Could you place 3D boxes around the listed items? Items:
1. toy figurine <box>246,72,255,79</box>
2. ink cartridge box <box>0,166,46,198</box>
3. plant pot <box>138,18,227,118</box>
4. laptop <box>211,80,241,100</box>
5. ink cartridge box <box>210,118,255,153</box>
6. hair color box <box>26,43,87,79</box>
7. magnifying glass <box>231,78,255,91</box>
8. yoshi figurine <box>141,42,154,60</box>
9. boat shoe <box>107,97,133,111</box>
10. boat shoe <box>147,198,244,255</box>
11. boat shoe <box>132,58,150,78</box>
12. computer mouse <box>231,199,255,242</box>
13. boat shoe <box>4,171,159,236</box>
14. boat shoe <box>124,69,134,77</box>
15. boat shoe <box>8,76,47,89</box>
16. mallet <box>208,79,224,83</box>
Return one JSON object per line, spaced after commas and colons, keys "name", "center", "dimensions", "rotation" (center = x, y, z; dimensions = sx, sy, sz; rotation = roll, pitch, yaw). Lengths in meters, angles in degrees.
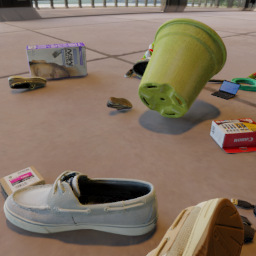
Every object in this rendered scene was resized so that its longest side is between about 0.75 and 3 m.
{"name": "toy figurine", "center": [5.673, -2.087, 11.640], "dimensions": [0.731, 0.830, 1.386], "rotation": [-34, -1, -30]}
{"name": "ink cartridge box", "center": [-2.185, 1.167, 5.823], "dimensions": [0.755, 0.284, 0.622], "rotation": [-23, 38, -33]}
{"name": "plant pot", "center": [1.507, -1.656, 8.725], "dimensions": [2.477, 2.477, 2.277], "rotation": [16, 62, 27]}
{"name": "laptop", "center": [3.663, -1.439, 10.495], "dimensions": [0.812, 0.420, 0.720], "rotation": [-22, 35, -35]}
{"name": "ink cartridge box", "center": [2.947, 0.185, 7.439], "dimensions": [1.135, 0.476, 0.996], "rotation": [-4, 30, -9]}
{"name": "hair color box", "center": [-3.076, -2.935, 12.270], "dimensions": [2.454, 1.341, 0.795], "rotation": [-8, 30, -13]}
{"name": "magnifying glass", "center": [5.256, -1.573, 10.911], "dimensions": [2.520, 0.282, 1.003], "rotation": [25, 37, 36]}
{"name": "yoshi figurine", "center": [1.203, -3.609, 13.952], "dimensions": [0.884, 0.887, 1.578], "rotation": [-18, 40, 60]}
{"name": "boat shoe", "center": [-0.296, -0.782, 9.272], "dimensions": [0.965, 0.354, 0.359], "rotation": [11, 47, -34]}
{"name": "boat shoe", "center": [0.645, 2.071, 3.649], "dimensions": [0.942, 1.040, 2.919], "rotation": [-22, 10, 44]}
{"name": "boat shoe", "center": [1.351, -2.335, 11.570], "dimensions": [0.867, 1.037, 2.902], "rotation": [-21, 29, -33]}
{"name": "computer mouse", "center": [1.889, 1.573, 5.031], "dimensions": [1.467, 0.338, 1.030], "rotation": [4, 30, 7]}
{"name": "boat shoe", "center": [-0.850, 1.210, 4.994], "dimensions": [2.809, 1.000, 0.980], "rotation": [2, 29, 4]}
{"name": "boat shoe", "center": [0.058, -2.486, 12.621], "dimensions": [0.274, 0.226, 0.800], "rotation": [12, 31, 20]}
{"name": "boat shoe", "center": [-3.915, -1.740, 11.029], "dimensions": [1.460, 0.522, 0.436], "rotation": [-3, 67, -31]}
{"name": "mallet", "center": [3.199, -2.026, 11.750], "dimensions": [1.774, 0.365, 0.584], "rotation": [0, 24, -11]}
